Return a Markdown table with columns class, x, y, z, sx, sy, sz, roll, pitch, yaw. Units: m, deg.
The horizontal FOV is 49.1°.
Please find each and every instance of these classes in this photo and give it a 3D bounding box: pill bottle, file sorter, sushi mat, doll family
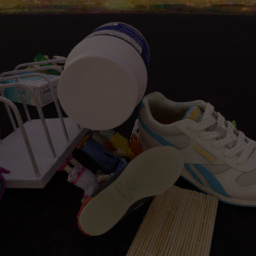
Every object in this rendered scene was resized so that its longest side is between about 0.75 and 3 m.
| class | x | y | z | sx | sy | sz | roll | pitch | yaw |
| --- | --- | --- | --- | --- | --- | --- | --- | --- | --- |
| pill bottle | -0.364 | -1.103 | 5.431 | 1.524 | 1.524 | 2.633 | 3 | 28 | 5 |
| file sorter | -2.026 | -0.235 | 5.440 | 1.764 | 1.583 | 2.543 | -3 | 25 | 16 |
| sushi mat | 0.629 | 1.485 | 3.859 | 1.003 | 0.127 | 2.097 | 11 | 28 | 19 |
| doll family | -0.259 | 0.489 | 4.821 | 1.157 | 0.840 | 1.863 | 39 | 30 | -5 |

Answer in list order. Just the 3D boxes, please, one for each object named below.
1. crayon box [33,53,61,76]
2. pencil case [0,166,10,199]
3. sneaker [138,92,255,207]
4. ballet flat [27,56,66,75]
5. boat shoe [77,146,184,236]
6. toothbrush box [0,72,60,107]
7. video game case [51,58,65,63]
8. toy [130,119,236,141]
| class | x | y | z | sx | sy | sz | roll | pitch | yaw |
| --- | --- | --- | --- | --- | --- | --- | --- | --- | --- |
| crayon box | -2.742 | -2.155 | 9.774 | 0.679 | 0.333 | 1.143 | 39 | 3 | 4 |
| pencil case | -3.108 | 0.385 | 4.022 | 2.735 | 1.164 | 1.264 | 32 | 78 | 12 |
| sneaker | 1.378 | 0.296 | 4.775 | 2.956 | 1.194 | 1.131 | 22 | 49 | 30 |
| ballet flat | -2.981 | -2.418 | 10.961 | 2.541 | 0.898 | 0.898 | 9 | 28 | 18 |
| boat shoe | 0.046 | 0.855 | 3.958 | 1.753 | 0.549 | 0.624 | -35 | 82 | -21 |
| toothbrush box | -3.010 | -1.265 | 8.808 | 1.592 | 0.679 | 1.165 | 10 | 28 | 20 |
| video game case | -3.552 | -3.029 | 13.046 | 0.921 | 0.116 | 1.286 | 21 | 33 | 37 |
| toy | 1.297 | -0.086 | 6.556 | 2.394 | 0.565 | 1.379 | 4 | 26 | 8 |
